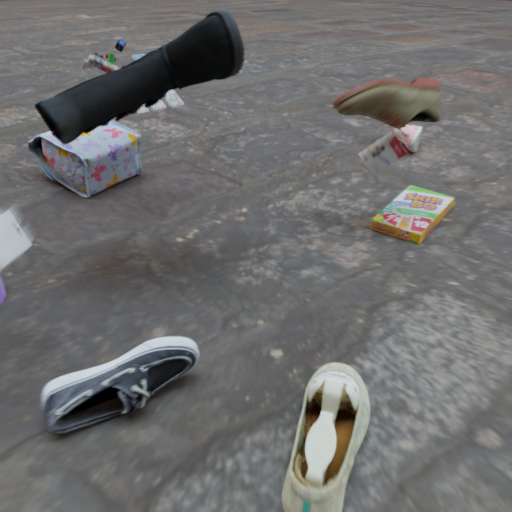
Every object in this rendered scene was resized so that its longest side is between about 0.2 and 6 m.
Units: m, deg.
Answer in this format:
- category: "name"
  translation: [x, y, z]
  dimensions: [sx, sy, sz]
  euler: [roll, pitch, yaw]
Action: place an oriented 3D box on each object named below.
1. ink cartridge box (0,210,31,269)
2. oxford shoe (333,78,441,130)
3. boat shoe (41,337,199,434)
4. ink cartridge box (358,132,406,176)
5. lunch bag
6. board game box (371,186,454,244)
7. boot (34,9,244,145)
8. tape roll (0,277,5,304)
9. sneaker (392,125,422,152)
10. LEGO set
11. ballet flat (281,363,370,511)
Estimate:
- category: "ink cartridge box"
  translation: [-3.649, -0.227, 8.000]
  dimensions: [0.196, 0.634, 0.782]
  euler: [-20, 20, 19]
- category: "oxford shoe"
  translation: [2.586, -2.849, 10.704]
  dimensions: [2.267, 0.848, 0.799]
  euler: [-10, -7, -14]
- category: "boat shoe"
  translation: [-1.769, 1.795, 7.656]
  dimensions: [2.207, 0.792, 0.748]
  euler: [-16, 35, -19]
- category: "ink cartridge box"
  translation: [2.563, -2.080, 11.424]
  dimensions: [0.812, 0.336, 0.592]
  euler: [-34, 30, 15]
- category: "lunch bag"
  translation: [-4.281, -2.612, 14.090]
  dimensions: [2.232, 1.419, 1.893]
  euler: [30, 43, 23]
- category: "board game box"
  translation: [3.576, -1.000, 12.553]
  dimensions: [1.104, 0.347, 2.312]
  euler: [21, 35, 29]
- category: "boot"
  translation: [-1.851, -2.690, 8.612]
  dimensions: [2.926, 0.960, 2.411]
  euler: [-26, 13, -18]
- category: "tape roll"
  translation: [-5.111, 0.641, 9.826]
  dimensions: [1.241, 0.407, 1.241]
  euler: [0, 31, 0]
- category: "sneaker"
  translation: [4.279, -3.407, 16.074]
  dimensions: [0.827, 0.595, 1.582]
  euler: [13, 29, 15]
- category: "LEGO set"
  translation: [-2.691, -3.774, 11.992]
  dimensions: [1.978, 0.485, 1.477]
  euler: [52, 42, 7]
- category: "ballet flat"
  translation: [0.964, 2.109, 7.071]
  dimensions: [0.923, 0.853, 2.736]
  euler: [6, 32, 12]
